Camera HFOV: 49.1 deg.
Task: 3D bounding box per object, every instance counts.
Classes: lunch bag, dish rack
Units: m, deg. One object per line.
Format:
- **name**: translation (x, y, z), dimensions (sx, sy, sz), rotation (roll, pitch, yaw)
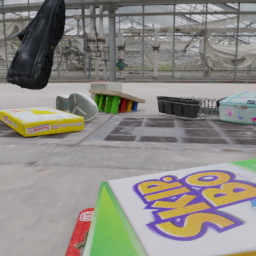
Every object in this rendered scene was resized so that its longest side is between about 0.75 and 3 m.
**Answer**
- **lunch bag**: translation (3.546, -0.639, 8.345), dimensions (1.418, 0.681, 1.768), rotation (13, 22, 36)
- **dish rack**: translation (2.322, -0.729, 9.370), dimensions (2.369, 0.646, 1.817), rotation (-6, 14, -33)

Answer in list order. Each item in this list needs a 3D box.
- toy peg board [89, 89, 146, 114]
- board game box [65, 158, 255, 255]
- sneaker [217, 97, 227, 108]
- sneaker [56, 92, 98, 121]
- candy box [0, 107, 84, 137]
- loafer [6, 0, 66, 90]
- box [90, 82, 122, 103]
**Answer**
- **toy peg board**: translation (-0.466, -0.892, 10.471), dimensions (1.562, 0.764, 1.555), rotation (12, 0, 42)
- **board game box**: translation (0.851, 0.625, 2.120), dimensions (2.729, 0.409, 1.303), rotation (-12, 11, 2)
- **sneaker**: translation (4.024, -0.761, 9.645), dimensions (1.921, 0.577, 1.002), rotation (7, 8, 19)
- **sneaker**: translation (-1.457, -0.716, 8.798), dimensions (0.960, 0.842, 2.395), rotation (-4, 11, -34)
- **candy box**: translation (-2.412, -0.244, 7.489), dimensions (1.446, 0.374, 2.830), rotation (-10, 14, -32)
- **loafer**: translation (-1.292, -1.311, 4.011), dimensions (0.569, 1.621, 0.550), rotation (10, -19, 3)
- **box**: translation (-1.062, -1.720, 13.496), dimensions (0.858, 1.007, 1.575), rotation (-8, 14, -36)
